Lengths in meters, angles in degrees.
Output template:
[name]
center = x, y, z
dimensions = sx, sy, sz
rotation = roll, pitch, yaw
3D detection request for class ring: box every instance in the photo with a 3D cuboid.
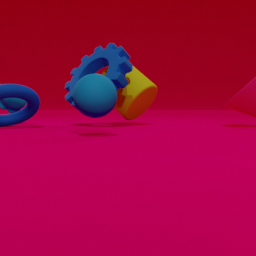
[ring]
center = -3.011, -0.530, 6.971
dimensions = 1.613, 0.323, 1.613
rotation = -19, -23, -8

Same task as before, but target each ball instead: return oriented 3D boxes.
[ball]
center = -0.568, -0.552, 4.843
dimensions = 0.762, 0.762, 0.762
rotation = 0, 4, 0

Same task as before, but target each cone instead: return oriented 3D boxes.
[cone]
center = 3.550, -0.561, 7.403
dimensions = 1.387, 1.392, 1.387
rotation = -40, -9, -8

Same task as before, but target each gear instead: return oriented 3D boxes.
[gear]
center = -0.839, -1.381, 7.643
dimensions = 2.043, 2.043, 0.378
rotation = 3, -27, 40

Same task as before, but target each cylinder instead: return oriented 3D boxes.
[cylinder]
center = -0.028, -1.159, 8.606
dimensions = 1.353, 1.353, 1.353
rotation = 44, 24, 21

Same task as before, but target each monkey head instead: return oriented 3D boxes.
[monkey head]
center = -3.738, -0.987, 9.063
dimensions = 1.302, 0.785, 0.937
rotation = 30, 20, -37
